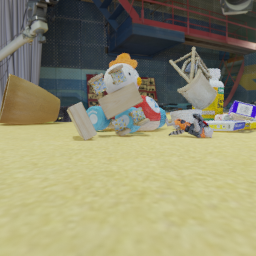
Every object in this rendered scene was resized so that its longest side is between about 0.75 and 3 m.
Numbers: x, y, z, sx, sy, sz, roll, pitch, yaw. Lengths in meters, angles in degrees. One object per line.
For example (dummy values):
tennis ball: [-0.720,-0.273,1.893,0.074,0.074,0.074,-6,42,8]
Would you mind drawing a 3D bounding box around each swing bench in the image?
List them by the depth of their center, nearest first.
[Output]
swing bench: [2.574,-1.808,10.713,1.091,1.682,1.673,-26,-36,26]

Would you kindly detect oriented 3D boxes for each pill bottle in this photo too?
pill bottle: [3.959,-1.521,13.895,1.500,2.661,1.500,0,4,0]

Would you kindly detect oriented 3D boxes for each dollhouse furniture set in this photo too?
dollhouse furniture set: [-0.551,-0.582,7.795,2.072,1.816,1.376,-28,9,-11]

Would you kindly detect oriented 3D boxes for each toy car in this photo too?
toy car: [0.000,-1.341,10.256,2.490,2.816,2.595,4,6,30]

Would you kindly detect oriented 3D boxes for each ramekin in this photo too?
ramekin: [2.210,-0.316,10.611,1.194,0.627,1.194,-4,-3,0]

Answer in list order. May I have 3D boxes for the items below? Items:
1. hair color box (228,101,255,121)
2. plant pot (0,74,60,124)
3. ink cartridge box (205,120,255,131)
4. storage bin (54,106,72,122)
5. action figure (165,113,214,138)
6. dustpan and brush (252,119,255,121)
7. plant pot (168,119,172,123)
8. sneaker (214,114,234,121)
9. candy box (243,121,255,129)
hair color box: [5.120,-0.665,12.640,1.001,0.594,1.832,16,-5,14]
plant pot: [-4.827,-1.168,13.979,2.610,2.432,2.432,13,-2,-26]
ink cartridge box: [3.579,-0.091,10.062,1.694,0.398,1.674,3,4,34]
storage bin: [-4.032,-0.844,16.605,1.361,0.944,2.014,0,5,1]
action figure: [1.848,0.060,8.016,1.262,0.682,1.304,11,-15,35]
dustpan and brush: [6.350,-0.300,13.277,1.144,0.327,0.798,0,4,5]
plant pot: [2.746,-0.347,14.828,1.503,0.206,1.503,0,4,0]
sneaker: [4.082,-0.324,12.246,0.759,0.546,1.451,3,1,34]
candy box: [5.122,-0.146,11.410,2.157,0.285,1.103,-3,5,-33]
